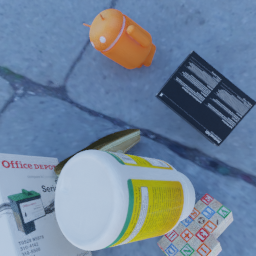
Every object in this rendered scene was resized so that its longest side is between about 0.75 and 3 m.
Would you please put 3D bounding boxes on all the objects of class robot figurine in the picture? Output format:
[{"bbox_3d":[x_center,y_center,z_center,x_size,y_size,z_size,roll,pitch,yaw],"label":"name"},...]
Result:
[{"bbox_3d":[-0.191,-2.446,7.822,1.228,2.106,1.515,-48,40,22],"label":"robot figurine"}]

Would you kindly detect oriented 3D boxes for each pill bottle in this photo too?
[{"bbox_3d":[0.160,1.382,5.625,1.632,2.895,1.632,-9,75,38],"label":"pill bottle"}]

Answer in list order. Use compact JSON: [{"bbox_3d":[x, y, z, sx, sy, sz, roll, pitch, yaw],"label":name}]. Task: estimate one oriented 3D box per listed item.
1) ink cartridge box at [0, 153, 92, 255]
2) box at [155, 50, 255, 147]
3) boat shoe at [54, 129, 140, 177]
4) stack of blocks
[{"bbox_3d":[-2.081,2.034,5.810,1.210,2.096,2.869,-31,70,17],"label":"ink cartridge box"},{"bbox_3d":[1.895,-0.720,7.096,2.015,0.794,1.422,40,94,-1],"label":"box"},{"bbox_3d":[-0.627,0.769,7.057,2.459,0.910,0.816,-28,105,-28],"label":"boat shoe"},{"bbox_3d":[1.646,2.453,6.408,1.705,0.499,0.982,-40,45,-15],"label":"stack of blocks"}]
